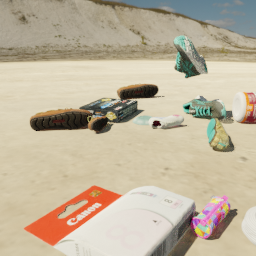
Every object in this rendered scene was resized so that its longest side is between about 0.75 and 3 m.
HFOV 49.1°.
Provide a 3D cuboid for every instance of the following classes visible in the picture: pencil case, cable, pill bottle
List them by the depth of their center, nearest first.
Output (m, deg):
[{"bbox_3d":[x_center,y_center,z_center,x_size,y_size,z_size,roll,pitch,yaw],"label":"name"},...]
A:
[{"bbox_3d":[2.621,1.807,5.007,1.093,0.378,1.093,13,21,35],"label":"cable"},{"bbox_3d":[1.591,1.663,5.343,0.453,0.453,1.024,13,24,36],"label":"pencil case"},{"bbox_3d":[5.854,-0.888,12.021,2.371,1.299,1.299,1,18,2],"label":"pill bottle"}]

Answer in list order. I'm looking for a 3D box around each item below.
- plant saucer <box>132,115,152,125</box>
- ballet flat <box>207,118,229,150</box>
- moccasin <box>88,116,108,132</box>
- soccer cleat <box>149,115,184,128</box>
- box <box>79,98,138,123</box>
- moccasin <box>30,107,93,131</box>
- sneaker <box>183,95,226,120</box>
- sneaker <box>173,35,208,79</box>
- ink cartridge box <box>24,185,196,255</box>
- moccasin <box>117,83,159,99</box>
[{"bbox_3d":[0.751,-0.372,12.214,1.120,0.216,1.120,1,17,0],"label":"plant saucer"},{"bbox_3d":[3.124,0.241,9.674,0.743,0.743,2.102,4,17,13],"label":"ballet flat"},{"bbox_3d":[-1.271,-0.212,11.123,0.585,0.554,1.514,3,18,13],"label":"moccasin"},{"bbox_3d":[1.566,-0.198,11.306,1.459,0.510,0.630,-5,24,2],"label":"soccer cleat"},{"bbox_3d":[-0.860,-0.897,13.261,1.943,0.562,2.445,7,19,22],"label":"box"},{"bbox_3d":[-2.658,-0.374,11.298,2.443,0.894,0.943,-10,27,-1],"label":"moccasin"},{"bbox_3d":[3.391,-0.793,12.700,1.173,0.998,2.571,-18,16,-14],"label":"sneaker"},{"bbox_3d":[2.372,-2.761,11.579,1.176,1.000,2.578,-21,-32,28],"label":"sneaker"},{"bbox_3d":[-0.350,1.628,5.244,2.581,0.736,2.097,17,24,32],"label":"ink cartridge box"},{"bbox_3d":[0.606,-2.272,17.232,2.608,0.954,1.007,-13,28,-9],"label":"moccasin"}]
